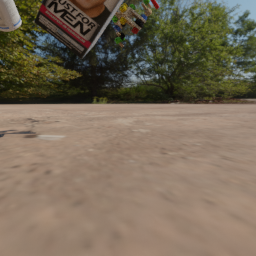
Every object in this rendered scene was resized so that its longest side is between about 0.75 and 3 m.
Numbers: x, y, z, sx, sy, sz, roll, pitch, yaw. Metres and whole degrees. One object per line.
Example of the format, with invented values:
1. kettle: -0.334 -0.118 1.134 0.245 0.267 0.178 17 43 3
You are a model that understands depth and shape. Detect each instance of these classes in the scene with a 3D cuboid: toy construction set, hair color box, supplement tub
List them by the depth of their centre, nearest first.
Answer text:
1. hair color box: -0.807 -3.125 6.190 2.913 1.442 0.883 -44 15 41
2. toy construction set: -0.060 -3.340 7.773 1.522 1.170 1.269 -35 40 14
3. supplement tub: -4.331 -4.133 9.694 0.875 0.875 1.327 0 -37 4
